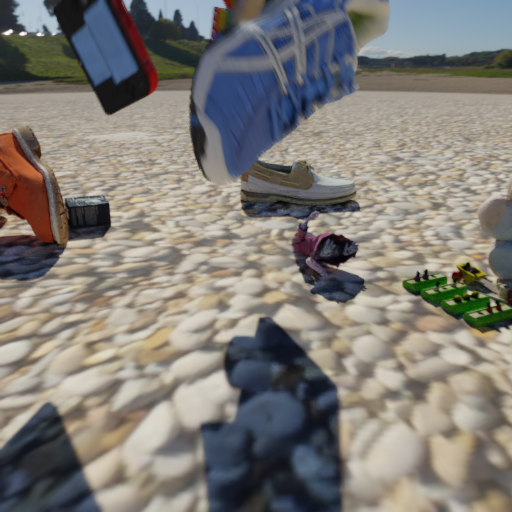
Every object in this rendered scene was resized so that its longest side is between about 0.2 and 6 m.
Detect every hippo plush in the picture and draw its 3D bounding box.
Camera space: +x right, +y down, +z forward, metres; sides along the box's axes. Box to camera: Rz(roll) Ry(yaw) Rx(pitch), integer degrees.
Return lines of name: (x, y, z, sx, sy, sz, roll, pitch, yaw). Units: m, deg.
hippo plush: (4.502, -0.534, 7.870, 2.268, 1.806, 1.823, 17, 27, 39)

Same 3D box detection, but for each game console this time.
game console: (-1.987, -2.712, 7.313, 1.378, 1.558, 0.242, -7, 24, 45)

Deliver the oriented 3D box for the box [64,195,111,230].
box: (-3.206, -0.840, 10.653, 0.744, 0.469, 0.757, -7, 21, -23)

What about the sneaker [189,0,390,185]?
sneaker: (0.377, -1.990, 5.908, 1.219, 1.198, 3.164, 17, 62, 25)

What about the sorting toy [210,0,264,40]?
sorting toy: (-0.195, -3.597, 9.038, 0.590, 1.684, 1.695, 16, -9, 17)

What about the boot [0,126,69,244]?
boot: (-4.354, -1.100, 9.896, 1.653, 1.157, 3.083, -20, 48, -26)

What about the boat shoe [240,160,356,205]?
boat shoe: (0.920, -1.637, 12.198, 2.565, 0.877, 0.959, 1, 20, 2)

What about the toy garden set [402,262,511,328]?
toy garden set: (2.859, 0.427, 7.447, 1.167, 0.279, 1.399, -9, 22, -24)

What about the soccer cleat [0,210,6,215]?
soccer cleat: (-6.069, -1.383, 11.470, 1.078, 1.005, 2.947, -23, 32, -37)

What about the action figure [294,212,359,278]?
action figure: (0.952, -0.089, 8.679, 0.966, 0.869, 1.298, -56, 29, -14)
